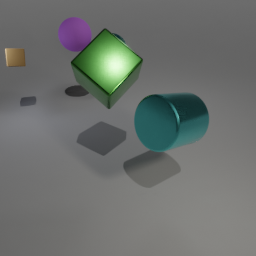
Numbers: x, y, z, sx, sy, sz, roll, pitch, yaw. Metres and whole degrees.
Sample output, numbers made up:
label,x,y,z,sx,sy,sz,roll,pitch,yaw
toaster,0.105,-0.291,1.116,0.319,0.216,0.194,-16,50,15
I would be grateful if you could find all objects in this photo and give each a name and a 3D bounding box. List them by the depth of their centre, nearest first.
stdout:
label,x,y,z,sx,sy,sz,roll,pitch,yaw
cylinder,1.116,-0.187,7.171,1.400,1.400,1.400,-10,29,-44
cube,-0.595,-1.633,8.035,1.400,1.400,1.400,41,79,4
cube,-4.591,-2.890,11.469,0.700,0.700,0.700,-5,16,-19
ball,-2.257,-3.975,11.936,1.400,1.400,1.400,0,31,0
ball,-0.755,-3.715,13.130,1.400,1.400,1.400,0,31,0
